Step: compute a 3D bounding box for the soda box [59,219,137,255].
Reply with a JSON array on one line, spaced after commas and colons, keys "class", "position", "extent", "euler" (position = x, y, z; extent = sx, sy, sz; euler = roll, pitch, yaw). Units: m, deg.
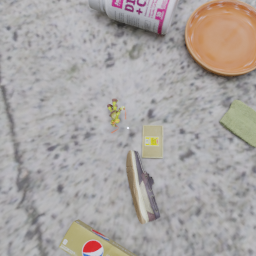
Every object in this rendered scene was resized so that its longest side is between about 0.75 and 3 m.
[{"class": "soda box", "position": [-0.587, 3.500, 7.650], "extent": [2.476, 0.839, 0.793], "euler": [29, 77, 7]}]

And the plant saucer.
[{"class": "plant saucer", "position": [3.333, -3.031, 9.521], "extent": [2.871, 0.537, 2.871], "euler": [0, 74, 0]}]

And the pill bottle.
[{"class": "pill bottle", "position": [0.202, -4.254, 9.298], "extent": [2.780, 1.576, 1.576], "euler": [18, 76, 5]}]

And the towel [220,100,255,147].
[{"class": "towel", "position": [3.742, -0.141, 8.906], "extent": [1.443, 0.263, 1.070], "euler": [36, 79, 8]}]

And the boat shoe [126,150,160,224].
[{"class": "boat shoe", "position": [0.437, 1.672, 8.220], "extent": [0.691, 0.767, 2.131], "euler": [-7, 70, -16]}]

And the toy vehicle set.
[{"class": "toy vehicle set", "position": [0.777, 0.431, 8.816], "extent": [0.653, 0.139, 1.051], "euler": [2, 75, 1]}]

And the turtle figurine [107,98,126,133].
[{"class": "turtle figurine", "position": [-0.428, -0.413, 8.634], "extent": [0.352, 1.093, 0.881], "euler": [3, 50, -26]}]
